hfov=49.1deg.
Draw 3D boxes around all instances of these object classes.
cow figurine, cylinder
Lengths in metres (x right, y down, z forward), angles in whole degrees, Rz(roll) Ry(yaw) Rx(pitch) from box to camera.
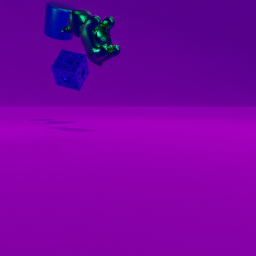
[{"bbox_3d":[-0.956,-2.258,7.004,0.848,1.545,1.520,-16,4,-40],"label":"cow figurine"},{"bbox_3d":[-2.677,-4.201,11.025,1.158,1.158,1.158,12,32,-8],"label":"cylinder"}]

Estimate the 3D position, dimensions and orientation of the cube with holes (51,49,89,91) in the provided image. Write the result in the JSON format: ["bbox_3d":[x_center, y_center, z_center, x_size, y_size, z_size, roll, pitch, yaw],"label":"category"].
[{"bbox_3d":[-2.099,-2.125,10.328,0.954,0.954,0.954,15,-31,8],"label":"cube with holes"}]
